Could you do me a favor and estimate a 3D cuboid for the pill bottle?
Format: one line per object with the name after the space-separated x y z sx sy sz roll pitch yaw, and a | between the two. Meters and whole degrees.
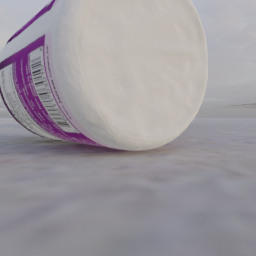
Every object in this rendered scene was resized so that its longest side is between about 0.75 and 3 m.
-0.610 -0.606 3.299 1.554 1.554 2.769 -2 3 -36 | pill bottle
